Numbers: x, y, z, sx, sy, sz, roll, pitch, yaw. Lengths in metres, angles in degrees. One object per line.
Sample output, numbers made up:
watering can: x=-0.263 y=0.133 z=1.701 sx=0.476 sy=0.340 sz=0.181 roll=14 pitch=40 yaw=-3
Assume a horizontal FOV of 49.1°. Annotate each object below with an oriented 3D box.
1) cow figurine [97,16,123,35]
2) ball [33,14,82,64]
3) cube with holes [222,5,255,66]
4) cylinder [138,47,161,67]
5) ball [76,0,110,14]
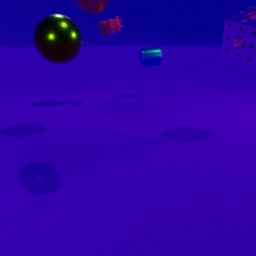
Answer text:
cow figurine: x=-0.578 y=-3.601 z=9.937 sx=0.979 sy=0.546 sz=0.995 roll=-5 pitch=14 yaw=20
ball: x=-1.711 y=-2.168 z=6.870 sx=1.168 sy=1.168 sz=1.168 roll=0 pitch=18 yaw=0
cube with holes: x=2.880 y=-2.168 z=6.521 sx=0.904 sy=0.904 sz=0.904 roll=-33 pitch=47 yaw=-22
cylinder: x=0.910 y=-2.979 z=11.767 sx=0.773 sy=0.773 sz=0.773 roll=-8 pitch=19 yaw=-12
ball: x=-1.196 y=-4.495 z=9.448 sx=1.198 sy=1.198 sz=1.198 roll=0 pitch=18 yaw=0
